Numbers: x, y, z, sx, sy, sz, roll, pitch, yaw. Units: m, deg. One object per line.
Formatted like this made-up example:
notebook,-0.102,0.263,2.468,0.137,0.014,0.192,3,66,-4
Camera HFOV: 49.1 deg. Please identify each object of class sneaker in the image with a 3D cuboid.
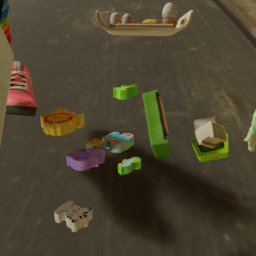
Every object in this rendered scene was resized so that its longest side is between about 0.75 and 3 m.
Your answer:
sneaker,-2.600,-0.969,6.337,0.884,1.040,2.398,4,17,-30

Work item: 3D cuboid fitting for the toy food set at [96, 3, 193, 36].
toy food set,0.267,-1.971,5.085,1.603,0.484,1.150,1,14,-1

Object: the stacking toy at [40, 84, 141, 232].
stacking toy,-0.341,0.315,4.236,0.494,1.585,2.103,13,26,31

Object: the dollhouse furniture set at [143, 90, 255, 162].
dollhouse furniture set,1.511,-0.218,4.196,2.424,1.212,0.936,-12,59,11

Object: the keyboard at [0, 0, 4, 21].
keyboard,-2.233,-2.419,4.907,0.141,1.371,0.871,10,19,-24

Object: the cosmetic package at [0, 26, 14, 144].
cosmetic package,-2.357,-0.573,3.203,1.530,1.291,2.960,-16,41,-6

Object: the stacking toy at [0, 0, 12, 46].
stacking toy,-3.336,-2.778,6.881,1.113,2.608,1.113,4,72,-12
